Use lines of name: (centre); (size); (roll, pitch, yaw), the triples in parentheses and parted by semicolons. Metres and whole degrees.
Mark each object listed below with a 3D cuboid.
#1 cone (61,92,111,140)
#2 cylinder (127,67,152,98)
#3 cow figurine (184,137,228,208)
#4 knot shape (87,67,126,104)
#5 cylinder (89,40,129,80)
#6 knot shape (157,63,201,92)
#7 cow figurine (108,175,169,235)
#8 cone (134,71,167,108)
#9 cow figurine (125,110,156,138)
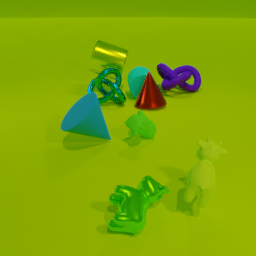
cone: (-0.849, -0.051, 7.257); (1.239, 1.243, 1.239); (-33, 31, 23)
cylinder: (0.525, -1.798, 11.150); (1.039, 1.039, 1.039); (-2, 29, -4)
cow figurine: (1.343, 0.732, 4.901); (0.572, 1.025, 1.042); (21, 20, 7)
knot shape: (-0.839, -1.414, 10.184); (1.420, 1.518, 0.701); (-11, 31, 19)
cylinder: (-0.786, -2.764, 11.537); (1.322, 1.322, 1.322); (18, 24, -4)
knot shape: (2.238, -2.129, 11.880); (1.888, 0.932, 2.018); (1, 27, -14)
cow figurine: (0.213, 1.310, 4.793); (1.060, 0.591, 1.078); (15, 45, -17)
cone: (0.789, -1.463, 10.139); (1.216, 1.220, 1.216); (-4, 19, 1)
cow figurine: (0.385, -0.021, 7.503); (1.081, 0.593, 1.064); (38, 18, -28)
